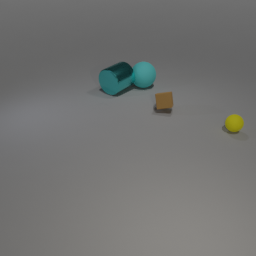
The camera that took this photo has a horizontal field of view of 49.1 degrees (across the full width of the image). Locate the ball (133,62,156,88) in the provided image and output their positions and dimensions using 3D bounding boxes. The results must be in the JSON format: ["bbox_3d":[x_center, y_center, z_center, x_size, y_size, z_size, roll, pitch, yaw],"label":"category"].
[{"bbox_3d":[0.837,-2.909,15.332,1.400,1.400,1.400,0,29,0],"label":"ball"}]

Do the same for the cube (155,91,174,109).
[{"bbox_3d":[1.664,-1.261,12.762,0.700,0.700,0.700,-5,8,15],"label":"cube"}]

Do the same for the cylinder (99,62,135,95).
[{"bbox_3d":[-0.581,-2.616,14.715,1.400,1.400,1.400,22,40,33],"label":"cylinder"}]

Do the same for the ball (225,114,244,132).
[{"bbox_3d":[4.216,-0.193,11.103,0.700,0.700,0.700,0,29,0],"label":"ball"}]
